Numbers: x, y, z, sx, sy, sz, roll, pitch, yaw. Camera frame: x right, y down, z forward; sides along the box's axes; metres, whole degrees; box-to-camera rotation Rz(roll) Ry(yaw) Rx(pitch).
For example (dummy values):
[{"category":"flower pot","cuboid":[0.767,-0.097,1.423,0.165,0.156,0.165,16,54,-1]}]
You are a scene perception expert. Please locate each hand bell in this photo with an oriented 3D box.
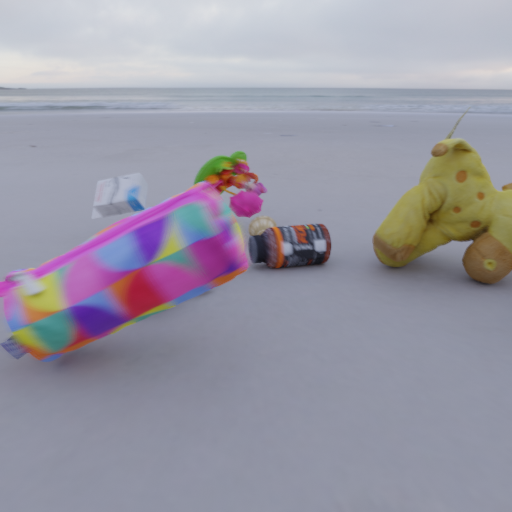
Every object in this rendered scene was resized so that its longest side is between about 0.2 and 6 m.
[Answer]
[{"category":"hand bell","cuboid":[0.157,-0.234,9.468,0.511,0.511,0.982,-2,31,-5]}]

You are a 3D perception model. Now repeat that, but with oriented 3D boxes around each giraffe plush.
[{"category":"giraffe plush","cuboid":[3.156,-0.506,8.035,2.034,2.509,2.165,37,31,14]}]

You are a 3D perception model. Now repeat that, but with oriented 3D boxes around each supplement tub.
[{"category":"supplement tub","cuboid":[0.505,-0.146,8.628,1.200,0.642,0.642,-6,19,-15]}]

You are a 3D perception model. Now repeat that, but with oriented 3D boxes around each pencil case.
[{"category":"pencil case","cuboid":[-1.317,0.173,5.525,2.464,1.089,1.089,-25,17,5]}]

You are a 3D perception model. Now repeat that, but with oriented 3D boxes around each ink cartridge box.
[{"category":"ink cartridge box","cuboid":[-2.450,-1.036,9.746,1.020,0.346,0.592,-10,56,13]}]

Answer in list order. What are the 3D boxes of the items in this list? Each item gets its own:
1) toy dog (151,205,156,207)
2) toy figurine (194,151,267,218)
[{"category":"toy dog","cuboid":[-1.199,0.070,7.855,1.434,1.047,2.174,12,36,28]},{"category":"toy figurine","cuboid":[-0.286,-1.234,10.347,1.298,0.974,1.194,-38,59,-22]}]
